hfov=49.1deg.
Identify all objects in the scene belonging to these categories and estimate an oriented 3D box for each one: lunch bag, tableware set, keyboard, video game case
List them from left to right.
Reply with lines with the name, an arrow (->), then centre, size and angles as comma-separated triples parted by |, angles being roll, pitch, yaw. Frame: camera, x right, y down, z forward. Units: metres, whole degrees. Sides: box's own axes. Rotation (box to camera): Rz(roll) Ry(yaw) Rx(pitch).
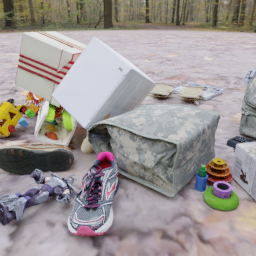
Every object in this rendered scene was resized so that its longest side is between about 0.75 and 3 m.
lunch bag -> 0.663, 0.294, 7.960 | 2.977, 1.750, 2.442 | 18, 30, 34
tableware set -> 2.367, -1.659, 13.791 | 2.588, 0.519, 1.711 | 9, 29, 19
video game case -> 3.682, -1.952, 14.781 | 2.027, 0.233, 1.847 | 20, 32, 39
keyboard -> 4.312, 0.648, 8.800 | 1.204, 0.458, 2.313 | -22, 31, -40
lunch bag -> 5.349, -0.744, 9.286 | 2.046, 2.463, 2.937 | -11, 25, -30

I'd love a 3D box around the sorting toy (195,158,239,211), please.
sorting toy -> 2.239, 1.281, 7.092 | 1.002, 0.684, 1.667 | 3, 25, 6

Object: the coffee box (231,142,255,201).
coffee box -> 3.855, 1.343, 6.469 | 1.537, 1.085, 2.719 | -6, 25, -12

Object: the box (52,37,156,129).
box -> -0.607, -1.234, 8.984 | 1.513, 2.166, 2.845 | 43, 12, 15

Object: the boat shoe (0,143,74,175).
boat shoe -> -2.675, 0.823, 8.103 | 2.198, 0.832, 0.812 | 4, 18, -10

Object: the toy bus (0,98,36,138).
toy bus -> -4.354, -0.511, 10.000 | 1.723, 0.944, 1.826 | -36, 36, -4

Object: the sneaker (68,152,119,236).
sneaker -> -0.769, 1.456, 6.441 | 0.983, 0.910, 2.438 | 3, 26, 4

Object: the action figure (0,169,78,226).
action figure -> -2.033, 1.527, 6.570 | 1.359, 0.724, 2.088 | 13, 24, 39

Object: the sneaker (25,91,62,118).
sneaker -> -3.593, -0.963, 12.037 | 1.107, 1.047, 2.869 | 12, 11, -44

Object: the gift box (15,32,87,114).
gift box -> -2.468, -1.992, 9.891 | 2.237, 2.210, 2.395 | 24, 30, 9

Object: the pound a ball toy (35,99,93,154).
pound a ball toy -> -2.225, 0.010, 9.701 | 1.829, 1.191, 2.805 | 24, 14, -22
